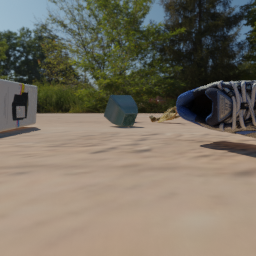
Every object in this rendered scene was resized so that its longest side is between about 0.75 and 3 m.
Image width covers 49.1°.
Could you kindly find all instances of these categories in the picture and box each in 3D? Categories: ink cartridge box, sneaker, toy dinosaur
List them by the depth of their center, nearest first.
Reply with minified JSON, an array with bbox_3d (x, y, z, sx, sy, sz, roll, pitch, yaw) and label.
[{"bbox_3d":[1.524,-0.214,3.560,0.995,0.900,2.336,1,1,-31],"label":"sneaker"},{"bbox_3d":[-3.704,-0.633,6.885,2.072,1.178,2.844,4,5,-1],"label":"ink cartridge box"},{"bbox_3d":[1.653,-0.476,10.858,1.064,0.612,2.104,-31,7,-25],"label":"toy dinosaur"}]

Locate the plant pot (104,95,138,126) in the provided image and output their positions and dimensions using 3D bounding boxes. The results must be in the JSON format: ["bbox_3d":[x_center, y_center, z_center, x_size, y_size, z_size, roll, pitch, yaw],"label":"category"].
[{"bbox_3d":[-0.146,-0.469,8.600,0.794,0.796,0.811,-3,37,-34],"label":"plant pot"}]
